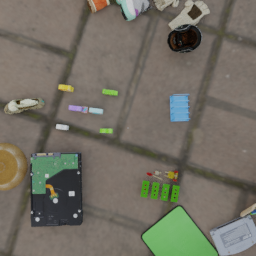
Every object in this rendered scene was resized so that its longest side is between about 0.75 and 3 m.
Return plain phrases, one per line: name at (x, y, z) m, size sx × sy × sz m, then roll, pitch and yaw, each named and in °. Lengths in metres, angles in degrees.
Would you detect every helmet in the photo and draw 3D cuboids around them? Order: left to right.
helmet at (2.081, -3.223, 10.101) m, size 1.048 × 1.100 × 1.100 m, roll -23°, pitch 87°, yaw -28°

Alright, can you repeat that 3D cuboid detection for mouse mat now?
mouse mat at (1.889, 4.295, 10.219) m, size 1.939 × 0.091 × 2.410 m, roll -38°, pitch 87°, yaw -2°

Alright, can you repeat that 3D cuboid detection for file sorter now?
file sorter at (1.909, -0.740, 10.226) m, size 0.662 × 0.585 × 0.954 m, roll -2°, pitch 88°, yaw 1°

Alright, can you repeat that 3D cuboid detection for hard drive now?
hard drive at (-2.570, 2.183, 10.116) m, size 1.816 × 0.492 × 2.600 m, roll -3°, pitch 88°, yaw 0°

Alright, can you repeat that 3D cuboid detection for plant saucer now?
plant saucer at (-4.610, 1.421, 10.247) m, size 1.770 × 0.313 × 1.770 m, roll 0°, pitch 87°, yaw 0°

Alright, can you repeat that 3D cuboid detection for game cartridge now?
game cartridge at (3.880, 3.919, 10.135) m, size 1.593 × 0.322 × 1.062 m, roll -22°, pitch 84°, yaw -1°

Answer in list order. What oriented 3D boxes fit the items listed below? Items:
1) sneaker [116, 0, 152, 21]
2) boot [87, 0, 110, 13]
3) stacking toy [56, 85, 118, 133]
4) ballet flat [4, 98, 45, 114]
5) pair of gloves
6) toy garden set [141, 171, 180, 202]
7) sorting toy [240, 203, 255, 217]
sneaker at (0.166, -5.260, 10.392) m, size 1.538 × 0.855 × 2.199 m, roll -26°, pitch 97°, yaw -3°
boot at (-1.299, -5.200, 10.499) m, size 0.859 × 0.601 × 1.601 m, roll -25°, pitch 95°, yaw -5°
stacking toy at (-1.527, -0.680, 10.266) m, size 2.164 × 0.509 × 1.632 m, roll 5°, pitch 87°, yaw 0°
ballet flat at (-3.860, -0.868, 10.229) m, size 1.548 × 0.583 × 0.525 m, roll -10°, pitch 82°, yaw 0°
pair of gloves at (1.976, -4.664, 10.558) m, size 1.597 × 0.329 × 1.878 m, roll -32°, pitch 87°, yaw -1°
toy garden set at (1.204, 2.045, 10.253) m, size 1.341 × 0.268 × 1.118 m, roll 9°, pitch 89°, yaw 1°
sorting toy at (4.810, 2.679, 9.604) m, size 1.639 × 1.517 × 0.299 m, roll -17°, pitch 63°, yaw -2°
